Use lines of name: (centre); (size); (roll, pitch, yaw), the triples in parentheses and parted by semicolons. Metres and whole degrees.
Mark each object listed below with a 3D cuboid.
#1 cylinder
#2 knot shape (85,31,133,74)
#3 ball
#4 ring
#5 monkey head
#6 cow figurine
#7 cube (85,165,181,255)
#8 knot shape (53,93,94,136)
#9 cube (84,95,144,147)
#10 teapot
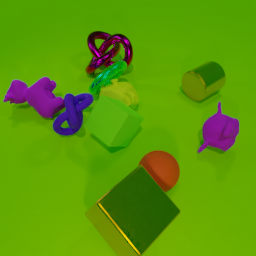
cylinder: (2.542, -1.587, 9.450); (1.061, 1.061, 1.061); (-29, 52, -26)
knot shape: (-0.900, -2.703, 10.372); (1.861, 0.919, 1.989); (-47, 59, -5)
ball: (0.714, 1.013, 6.550); (0.987, 0.987, 0.987); (0, 45, 0)
ring: (-0.666, -1.660, 9.266); (0.313, 1.564, 1.564); (50, 57, -2)
monkey head: (2.443, 0.040, 7.545); (0.935, 1.116, 1.552); (22, 87, 28)
cow figurine: (-2.952, -0.902, 8.823); (1.645, 0.918, 1.672); (-34, 82, 5)
cube: (0.050, 1.728, 5.712); (1.226, 1.226, 1.226); (-36, 81, -31)
knot shape: (-1.539, -0.442, 7.810); (0.678, 1.373, 1.468); (28, 83, -2)
cube: (-0.373, -0.168, 7.659); (0.999, 0.999, 0.999); (37, 13, 25)
teapot: (-0.366, -1.048, 8.830); (1.276, 1.005, 2.052); (-23, 24, -27)
